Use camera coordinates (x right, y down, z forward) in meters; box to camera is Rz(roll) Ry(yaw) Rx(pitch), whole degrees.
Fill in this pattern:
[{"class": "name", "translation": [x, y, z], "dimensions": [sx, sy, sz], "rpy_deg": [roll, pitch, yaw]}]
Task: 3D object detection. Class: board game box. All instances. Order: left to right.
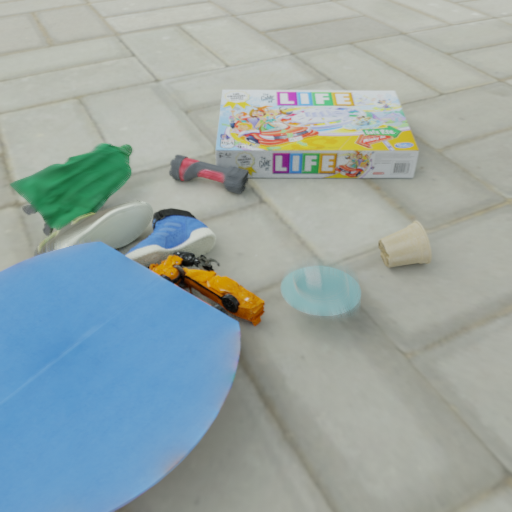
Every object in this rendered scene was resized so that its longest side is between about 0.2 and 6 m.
[{"class": "board game box", "translation": [-2.805, 1.855, 8.432], "dimensions": [5.212, 1.015, 4.118], "rpy_deg": [25, 52, 33]}, {"class": "board game box", "translation": [1.395, -3.143, 14.139], "dimensions": [4.669, 0.799, 3.139], "rpy_deg": [0, 41, 0]}]

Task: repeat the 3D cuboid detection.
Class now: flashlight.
[{"class": "flashlight", "translation": [-1.102, -1.840, 12.881], "dimensions": [1.777, 0.602, 0.604], "rpy_deg": [19, 47, 15]}]

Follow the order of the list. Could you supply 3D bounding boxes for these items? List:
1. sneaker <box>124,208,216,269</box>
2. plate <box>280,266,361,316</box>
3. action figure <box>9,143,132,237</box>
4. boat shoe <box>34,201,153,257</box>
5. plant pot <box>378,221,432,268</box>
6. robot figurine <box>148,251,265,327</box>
[{"class": "sneaker", "translation": [-1.902, -0.307, 10.933], "dimensions": [2.023, 0.777, 1.125], "rpy_deg": [-24, 53, -30]}, {"class": "plate", "translation": [1.105, 0.526, 9.588], "dimensions": [1.373, 0.175, 1.373], "rpy_deg": [0, 35, 0]}, {"class": "action figure", "translation": [-3.623, -1.596, 12.031], "dimensions": [0.778, 1.680, 2.844], "rpy_deg": [-17, 26, 49]}, {"class": "boat shoe", "translation": [-3.162, -0.456, 10.995], "dimensions": [2.450, 0.876, 0.732], "rpy_deg": [-36, 48, -29]}, {"class": "plant pot", "translation": [2.833, -0.154, 10.841], "dimensions": [0.798, 0.872, 0.872], "rpy_deg": [-17, 43, -1]}, {"class": "robot figurine", "translation": [-1.063, 0.748, 9.865], "dimensions": [2.235, 0.651, 1.621], "rpy_deg": [27, 48, 27]}]
